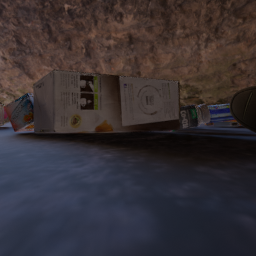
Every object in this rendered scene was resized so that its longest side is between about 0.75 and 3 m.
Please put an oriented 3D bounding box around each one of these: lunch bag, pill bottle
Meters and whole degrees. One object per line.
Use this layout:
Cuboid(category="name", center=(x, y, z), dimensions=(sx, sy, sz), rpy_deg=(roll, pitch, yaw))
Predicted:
Cuboid(category="lunch bag", center=(3.759, -0.630, 11.815), dimensions=(1.808, 0.745, 1.453), rpy_deg=(-6, 0, 7))
Cuboid(category="pill bottle", center=(1.474, -0.271, 6.958), dimensions=(1.007, 0.569, 0.569), rpy_deg=(-12, 2, 0))

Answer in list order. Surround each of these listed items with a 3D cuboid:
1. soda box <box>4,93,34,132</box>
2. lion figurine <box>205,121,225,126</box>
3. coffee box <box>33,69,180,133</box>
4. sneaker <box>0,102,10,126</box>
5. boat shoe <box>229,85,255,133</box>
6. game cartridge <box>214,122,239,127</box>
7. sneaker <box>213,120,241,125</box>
Cuboid(category="soda box", center=(-2.120, -0.368, 7.181), dimensions=(0.724, 0.673, 2.118), rpy_deg=(-26, -4, 13))
Cuboid(category="lion figurine", center=(4.138, -0.313, 13.129), dimensions=(1.013, 0.621, 0.367), rpy_deg=(14, 30, 8))
Cuboid(category="coffee box", center=(-0.432, -0.455, 5.989), dimensions=(2.780, 1.108, 1.590), rpy_deg=(-1, 0, -30))
Cuboid(category="sneaker", center=(-5.378, -0.622, 10.702), dimensions=(1.296, 1.195, 2.939), rpy_deg=(-2, 2, -4))
Cuboid(category="boat shoe", center=(3.150, -0.240, 5.103), dimensions=(0.894, 0.946, 2.631), rpy_deg=(4, 9, -33))
Cuboid(category="game cartridge", center=(4.289, -0.170, 12.322), dimensions=(0.832, 0.260, 1.250), rpy_deg=(6, 6, 37))
Cuboid(category="sneaker", center=(5.061, -0.552, 13.352), dimensions=(2.713, 1.047, 0.990), rpy_deg=(-16, -21, 9))
